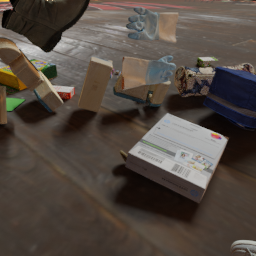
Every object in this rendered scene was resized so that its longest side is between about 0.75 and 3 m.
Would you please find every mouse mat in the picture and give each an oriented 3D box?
[{"bbox_3d":[-4.412,-0.855,9.887,1.280,0.048,1.030,5,30,10],"label":"mouse mat"}]

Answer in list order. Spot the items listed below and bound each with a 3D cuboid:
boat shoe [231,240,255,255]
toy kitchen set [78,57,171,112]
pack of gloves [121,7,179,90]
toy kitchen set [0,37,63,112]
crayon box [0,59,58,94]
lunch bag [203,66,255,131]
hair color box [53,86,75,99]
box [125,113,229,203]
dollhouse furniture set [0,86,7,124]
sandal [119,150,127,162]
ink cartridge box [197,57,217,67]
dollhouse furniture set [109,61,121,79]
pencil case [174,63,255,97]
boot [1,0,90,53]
[{"bbox_3d":[2.209,2.185,4.179,1.391,0.513,0.446,26,34,26],"label":"boat shoe"},{"bbox_3d":[-0.183,-1.552,10.075,2.802,1.651,2.245,15,27,-14],"label":"toy kitchen set"},{"bbox_3d":[0.640,-1.691,6.027,0.376,1.599,1.904,19,25,36],"label":"pack of gloves"},{"bbox_3d":[-3.845,-1.362,8.841,2.144,2.677,1.577,-37,47,-3],"label":"toy kitchen set"},{"bbox_3d":[-4.349,-2.218,11.667,1.496,0.614,2.379,19,36,29],"label":"crayon box"},{"bbox_3d":[3.525,-0.817,8.402,1.540,1.499,2.266,1,25,-29],"label":"lunch bag"},{"bbox_3d":[-2.523,-1.339,10.469,0.931,0.298,0.517,7,31,8],"label":"hair color box"},{"bbox_3d":[1.260,0.555,6.706,1.783,0.471,2.287,23,36,19],"label":"box"},{"bbox_3d":[-4.612,-0.629,7.389,1.707,2.252,2.570,-1,3,1],"label":"dollhouse furniture set"},{"bbox_3d":[0.169,0.786,6.705,0.892,0.358,0.241,28,60,30],"label":"sandal"},{"bbox_3d":[3.906,-3.253,13.761,0.834,0.316,0.617,-4,30,-10],"label":"ink cartridge box"},{"bbox_3d":[-0.336,-2.573,12.210,1.053,0.687,0.994,3,30,4],"label":"dollhouse furniture set"},{"bbox_3d":[3.241,-1.771,10.322,2.888,1.124,1.292,-4,6,-7],"label":"pencil case"},{"bbox_3d":[-2.426,-3.657,8.384,1.746,2.672,0.905,29,19,-47],"label":"boot"}]
